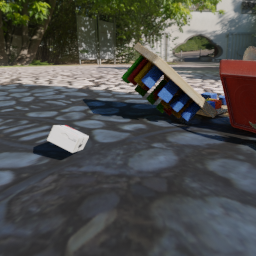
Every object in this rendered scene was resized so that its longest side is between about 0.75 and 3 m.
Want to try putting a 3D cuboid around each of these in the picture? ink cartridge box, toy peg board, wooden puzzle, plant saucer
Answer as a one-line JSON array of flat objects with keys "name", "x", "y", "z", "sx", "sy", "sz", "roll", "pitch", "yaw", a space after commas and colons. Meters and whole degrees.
[{"name": "ink cartridge box", "x": -1.205, "y": 0.208, "z": 5.724, "sx": 0.583, "sy": 0.338, "sz": 0.808, "roll": 26, "pitch": 2, "yaw": 4}, {"name": "toy peg board", "x": 1.101, "y": -1.217, "z": 9.006, "sx": 2.613, "sy": 1.278, "sz": 2.602, "roll": 36, "pitch": 13, "yaw": -24}, {"name": "wooden puzzle", "x": 3.078, "y": -0.975, "z": 10.608, "sx": 2.252, "sy": 0.521, "sz": 2.086, "roll": -11, "pitch": 16, "yaw": -25}, {"name": "plant saucer", "x": 3.349, "y": -0.657, "z": 7.270, "sx": 0.403, "sy": 2.194, "sz": 2.198, "roll": -35, "pitch": 29, "yaw": -21}]

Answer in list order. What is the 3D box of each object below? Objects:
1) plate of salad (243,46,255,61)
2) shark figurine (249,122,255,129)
[{"name": "plate of salad", "x": 3.737, "y": -1.111, "z": 7.874, "sx": 0.579, "sy": 2.411, "sz": 2.411, "roll": -13, "pitch": 14, "yaw": 8}, {"name": "shark figurine", "x": 3.145, "y": -0.242, "z": 6.425, "sx": 1.174, "sy": 1.964, "sz": 0.820, "roll": -32, "pitch": 25, "yaw": -16}]
